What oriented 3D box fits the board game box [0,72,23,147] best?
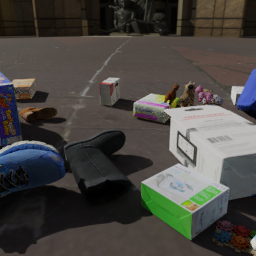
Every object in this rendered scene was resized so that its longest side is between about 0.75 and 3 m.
[{"bbox_3d":[-3.775,-0.690,8.223,0.550,1.653,2.459,-13,26,-30],"label":"board game box"}]

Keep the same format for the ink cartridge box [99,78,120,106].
[{"bbox_3d":[-0.705,-1.472,11.200,0.499,0.859,1.191,5,23,13],"label":"ink cartridge box"}]

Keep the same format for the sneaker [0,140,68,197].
[{"bbox_3d":[-2.432,1.027,5.116,2.679,1.052,1.194,-11,31,-5],"label":"sneaker"}]

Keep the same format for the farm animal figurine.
[{"bbox_3d":[2.180,-0.960,8.808,1.829,0.920,1.477,8,-23,47],"label":"farm animal figurine"}]

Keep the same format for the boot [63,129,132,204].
[{"bbox_3d":[-0.433,0.730,6.031,1.611,0.642,1.955,-20,24,-19],"label":"boot"}]

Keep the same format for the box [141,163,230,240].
[{"bbox_3d":[0.993,1.237,4.961,1.027,0.563,1.164,-19,28,-34],"label":"box"}]

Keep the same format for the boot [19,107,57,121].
[{"bbox_3d":[-3.085,-0.553,9.580,1.128,0.416,0.873,-12,21,-34],"label":"boot"}]

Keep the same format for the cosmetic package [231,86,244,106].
[{"bbox_3d":[4.584,-1.292,11.246,0.712,0.512,1.261,6,22,13],"label":"cosmetic package"}]

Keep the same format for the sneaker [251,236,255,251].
[{"bbox_3d":[2.604,1.521,3.843,1.676,0.754,0.657,5,25,-14],"label":"sneaker"}]

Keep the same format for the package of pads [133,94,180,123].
[{"bbox_3d":[0.991,-0.726,9.806,1.225,0.541,1.585,13,25,26],"label":"package of pads"}]

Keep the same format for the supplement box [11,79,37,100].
[{"bbox_3d":[-4.584,-1.712,12.178,0.964,0.562,1.529,-4,23,-8],"label":"supplement box"}]

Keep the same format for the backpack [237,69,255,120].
[{"bbox_3d":[4.458,-0.766,8.096,1.891,1.536,1.586,28,0,-8],"label":"backpack"}]

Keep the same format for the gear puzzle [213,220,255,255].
[{"bbox_3d":[1.897,1.718,4.306,1.099,0.144,0.569,11,25,26],"label":"gear puzzle"}]

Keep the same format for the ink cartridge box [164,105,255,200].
[{"bbox_3d":[2.070,0.358,6.520,1.682,0.984,2.900,-6,23,-14],"label":"ink cartridge box"}]
